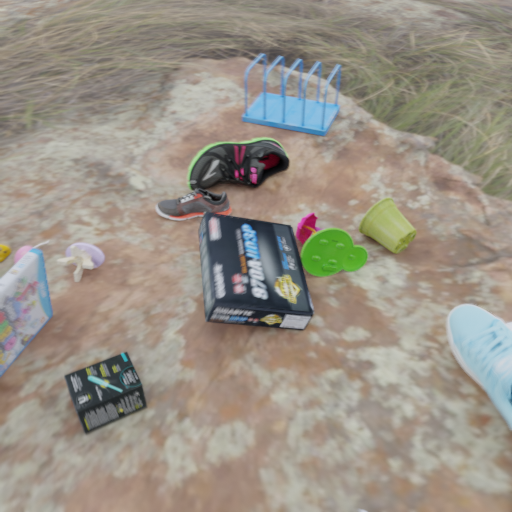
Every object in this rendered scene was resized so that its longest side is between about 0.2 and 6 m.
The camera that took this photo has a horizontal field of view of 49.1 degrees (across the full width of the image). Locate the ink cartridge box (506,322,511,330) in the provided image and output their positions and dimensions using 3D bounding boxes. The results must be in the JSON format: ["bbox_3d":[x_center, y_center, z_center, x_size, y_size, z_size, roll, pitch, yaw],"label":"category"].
[{"bbox_3d":[4.611,1.662,9.053,0.785,0.363,1.440,-12,41,-13],"label":"ink cartridge box"}]

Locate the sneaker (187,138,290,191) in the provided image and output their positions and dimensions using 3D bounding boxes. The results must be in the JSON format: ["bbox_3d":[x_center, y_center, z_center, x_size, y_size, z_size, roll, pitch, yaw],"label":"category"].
[{"bbox_3d":[-0.370,-2.073,12.853,2.593,0.995,1.086,-21,42,-21],"label":"sneaker"}]

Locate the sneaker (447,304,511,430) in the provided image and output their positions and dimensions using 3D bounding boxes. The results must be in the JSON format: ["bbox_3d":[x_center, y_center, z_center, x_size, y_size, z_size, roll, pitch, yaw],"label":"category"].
[{"bbox_3d":[3.717,1.656,8.148,1.014,1.124,2.744,-29,52,1],"label":"sneaker"}]

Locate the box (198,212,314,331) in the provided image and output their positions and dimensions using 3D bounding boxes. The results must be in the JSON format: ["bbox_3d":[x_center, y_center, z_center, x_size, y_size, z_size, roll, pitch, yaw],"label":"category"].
[{"bbox_3d":[-0.064,0.246,10.083,1.809,0.523,2.275,8,44,-17],"label":"box"}]

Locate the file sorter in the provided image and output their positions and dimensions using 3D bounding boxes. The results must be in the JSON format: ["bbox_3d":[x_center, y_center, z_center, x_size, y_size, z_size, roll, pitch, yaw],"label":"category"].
[{"bbox_3d":[0.987,-4.456,15.222,2.353,1.443,1.633,14,42,16],"label":"file sorter"}]

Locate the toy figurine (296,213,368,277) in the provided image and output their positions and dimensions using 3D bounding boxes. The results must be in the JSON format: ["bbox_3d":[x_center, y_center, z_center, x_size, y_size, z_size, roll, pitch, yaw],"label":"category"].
[{"bbox_3d":[1.354,-0.340,11.070,1.402,1.053,1.291,10,28,-21],"label":"toy figurine"}]

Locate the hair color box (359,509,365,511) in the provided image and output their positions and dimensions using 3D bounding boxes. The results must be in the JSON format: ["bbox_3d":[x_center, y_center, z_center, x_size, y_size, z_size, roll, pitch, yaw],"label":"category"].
[{"bbox_3d":[1.246,3.802,6.583,0.676,0.414,1.365,21,45,24],"label":"hair color box"}]

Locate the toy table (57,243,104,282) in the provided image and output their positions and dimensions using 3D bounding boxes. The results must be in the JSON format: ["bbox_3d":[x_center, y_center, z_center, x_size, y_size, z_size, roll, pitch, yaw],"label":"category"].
[{"bbox_3d":[-3.360,0.083,10.680,0.793,0.729,0.465,-4,23,18],"label":"toy table"}]

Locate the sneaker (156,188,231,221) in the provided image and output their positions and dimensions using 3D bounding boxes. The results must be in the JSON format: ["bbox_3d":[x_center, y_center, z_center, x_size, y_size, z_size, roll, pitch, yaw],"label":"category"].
[{"bbox_3d":[-1.358,-1.203,12.090,1.634,0.669,0.630,-2,41,-2],"label":"sneaker"}]

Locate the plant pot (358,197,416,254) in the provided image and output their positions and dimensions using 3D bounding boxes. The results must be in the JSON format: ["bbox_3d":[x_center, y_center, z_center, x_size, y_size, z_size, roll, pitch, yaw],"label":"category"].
[{"bbox_3d":[2.701,-0.546,11.267,0.947,0.947,0.870,-27,58,-27],"label":"plant pot"}]

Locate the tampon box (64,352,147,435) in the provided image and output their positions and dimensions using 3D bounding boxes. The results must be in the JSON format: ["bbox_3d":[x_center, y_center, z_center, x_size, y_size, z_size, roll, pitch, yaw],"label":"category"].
[{"bbox_3d":[-2.255,2.049,8.420,0.987,0.623,0.740,-19,45,-21],"label":"tampon box"}]

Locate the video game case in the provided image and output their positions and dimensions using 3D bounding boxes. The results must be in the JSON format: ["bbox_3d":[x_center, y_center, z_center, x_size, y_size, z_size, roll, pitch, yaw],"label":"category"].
[{"bbox_3d":[-3.967,1.169,8.657,0.203,1.632,2.280,19,44,9],"label":"video game case"}]

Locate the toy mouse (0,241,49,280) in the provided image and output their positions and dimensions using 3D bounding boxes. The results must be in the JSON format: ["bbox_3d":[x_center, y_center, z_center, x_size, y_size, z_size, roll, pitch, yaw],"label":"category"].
[{"bbox_3d":[-4.803,0.249,10.652,1.988,0.385,1.767,-24,47,-25],"label":"toy mouse"}]
